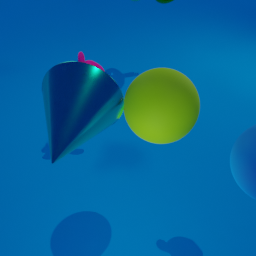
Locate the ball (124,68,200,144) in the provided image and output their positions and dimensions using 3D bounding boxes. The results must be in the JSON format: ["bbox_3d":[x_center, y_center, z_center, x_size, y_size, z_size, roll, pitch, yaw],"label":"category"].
[{"bbox_3d":[0.548,-0.361,4.636,1.249,1.249,1.249,0,44,0],"label":"ball"}]

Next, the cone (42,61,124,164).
[{"bbox_3d":[-0.634,-0.010,3.037,1.022,1.022,1.026,7,45,7],"label":"cone"}]

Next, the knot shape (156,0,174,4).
[{"bbox_3d":[1.084,-4.888,8.922,0.877,1.897,1.775,11,40,35],"label":"knot shape"}]

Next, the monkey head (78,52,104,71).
[{"bbox_3d":[-1.006,-1.213,7.101,0.792,1.314,0.945,-21,28,42],"label":"monkey head"}]

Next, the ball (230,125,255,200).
[{"bbox_3d":[1.659,0.391,3.176,0.945,0.945,0.945,0,44,0],"label":"ball"}]
